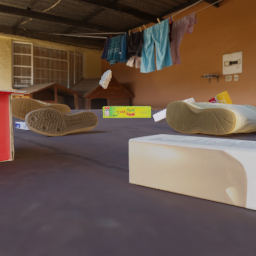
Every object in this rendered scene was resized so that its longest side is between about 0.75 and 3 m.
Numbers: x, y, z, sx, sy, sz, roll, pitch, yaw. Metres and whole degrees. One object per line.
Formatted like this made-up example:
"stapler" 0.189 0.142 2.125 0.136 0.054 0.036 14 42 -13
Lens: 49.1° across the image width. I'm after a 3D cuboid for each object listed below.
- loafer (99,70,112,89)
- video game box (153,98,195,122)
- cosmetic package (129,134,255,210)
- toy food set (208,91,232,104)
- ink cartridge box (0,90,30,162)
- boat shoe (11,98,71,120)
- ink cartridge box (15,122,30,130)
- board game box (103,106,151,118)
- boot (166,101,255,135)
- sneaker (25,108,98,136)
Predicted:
"loafer" -0.756 -1.688 9.758 0.315 0.276 0.877 -14 35 29
"video game box" 2.037 -0.806 12.268 1.545 0.362 1.407 -26 -1 31
"cosmetic package" 0.623 0.304 2.325 1.143 0.406 0.601 4 6 39
"toy food set" 3.366 -0.575 11.584 1.231 1.161 2.580 -19 -4 -40
"ink cartridge box" -2.410 0.012 2.860 1.878 0.897 2.139 4 6 39
"boat shoe" -4.094 -0.760 12.880 2.797 1.025 0.877 9 -3 -20
"ink cartridge box" -2.734 -0.078 8.453 0.988 0.201 0.986 -4 6 -40
"board game box" -0.075 -0.966 16.758 2.756 0.656 1.400 0 5 -2
"boot" 2.229 -0.284 7.209 1.723 0.807 2.217 -3 7 -35
"sneaker" -1.643 -0.064 6.827 1.868 0.658 0.706 0 -16 -41
